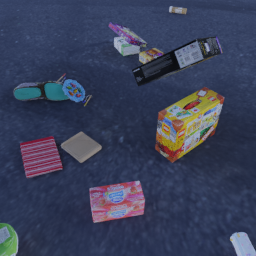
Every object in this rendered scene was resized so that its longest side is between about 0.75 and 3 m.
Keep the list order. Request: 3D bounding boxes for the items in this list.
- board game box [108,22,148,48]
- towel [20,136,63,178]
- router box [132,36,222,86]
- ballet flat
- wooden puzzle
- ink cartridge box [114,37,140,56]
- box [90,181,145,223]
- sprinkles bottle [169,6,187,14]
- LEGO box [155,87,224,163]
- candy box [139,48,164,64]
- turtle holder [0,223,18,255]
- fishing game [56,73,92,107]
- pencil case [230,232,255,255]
[{"bbox_3d":[-0.008,-3.934,11.827,0.986,0.265,1.642,-8,45,-40],"label":"board game box"},{"bbox_3d":[-3.254,1.039,10.441,1.291,0.201,1.785,-14,45,-18],"label":"towel"},{"bbox_3d":[1.872,-2.535,10.652,2.795,0.730,2.198,-17,7,37],"label":"router box"},{"bbox_3d":[-3.920,-1.818,13.206,2.715,0.976,0.976,-2,41,-4],"label":"ballet flat"},{"bbox_3d":[-1.796,0.738,10.797,1.190,0.222,1.101,35,51,27],"label":"wooden puzzle"},{"bbox_3d":[-0.089,-5.049,17.078,1.087,0.628,1.488,-17,44,-18],"label":"ink cartridge box"},{"bbox_3d":[-0.341,2.257,8.586,1.582,0.812,0.749,-6,42,-9],"label":"box"},{"bbox_3d":[3.936,-9.270,22.054,1.310,0.447,0.447,14,43,15],"label":"sprinkles bottle"},{"bbox_3d":[2.282,-0.150,10.518,2.511,1.870,0.969,-29,49,-28],"label":"LEGO box"},{"bbox_3d":[1.650,-3.748,15.649,1.151,0.557,1.973,-24,45,-24],"label":"candy box"},{"bbox_3d":[-3.555,3.251,7.253,1.123,1.050,1.478,18,45,18],"label":"turtle holder"},{"bbox_3d":[-2.460,-1.759,12.876,1.697,0.264,1.215,43,42,-13],"label":"fishing game"},{"bbox_3d":[3.163,3.411,7.481,0.533,0.488,1.175,21,35,-23],"label":"pencil case"}]
